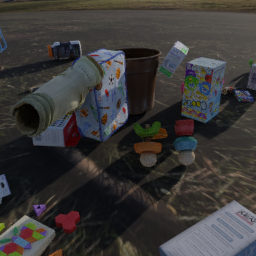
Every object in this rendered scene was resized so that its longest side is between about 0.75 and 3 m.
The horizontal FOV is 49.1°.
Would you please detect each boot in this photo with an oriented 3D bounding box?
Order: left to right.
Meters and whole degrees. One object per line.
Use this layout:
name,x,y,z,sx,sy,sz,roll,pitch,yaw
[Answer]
boot,-1.785,-0.526,6.494,1.943,0.906,2.513,-47,10,-34

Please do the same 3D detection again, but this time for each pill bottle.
pill bottle,-4.102,-4.990,17.980,2.049,1.088,1.088,-9,30,-16

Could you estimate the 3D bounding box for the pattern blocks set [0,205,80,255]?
pattern blocks set,-2.100,2.287,5.504,1.883,0.174,2.142,7,29,13

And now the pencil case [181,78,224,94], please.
pencil case,3.398,-1.919,12.406,1.117,1.082,2.384,-16,11,47

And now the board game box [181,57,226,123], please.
board game box,2.763,-1.420,10.357,1.061,2.060,1.080,22,35,35

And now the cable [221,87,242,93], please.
cable,4.875,-1.838,12.884,1.192,0.300,0.579,-20,4,-25

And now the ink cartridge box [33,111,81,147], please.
ink cartridge box,-2.229,-0.058,9.320,1.385,0.662,1.578,3,28,4

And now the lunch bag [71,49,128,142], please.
lunch bag,-0.768,-1.016,8.797,1.018,2.696,2.160,13,33,23

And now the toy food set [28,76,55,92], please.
toy food set,-3.515,-2.158,13.522,1.424,0.353,2.240,18,33,30

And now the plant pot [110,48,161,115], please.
plant pot,0.147,-1.823,10.894,2.224,2.202,2.224,-1,25,1

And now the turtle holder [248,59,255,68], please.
turtle holder,7.433,-3.594,15.729,0.836,0.781,1.100,-17,33,-27

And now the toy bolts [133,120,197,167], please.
toy bolts,1.137,0.540,8.249,1.768,1.226,1.689,-5,-13,11

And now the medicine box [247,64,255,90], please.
medicine box,6.356,-2.490,13.313,1.243,1.132,0.640,-23,36,-35

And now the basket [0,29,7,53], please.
basket,-9.110,-5.766,18.850,1.386,1.757,1.992,11,48,17

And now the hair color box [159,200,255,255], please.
hair color box,1.599,2.138,5.028,1.865,0.565,0.923,-23,28,-21

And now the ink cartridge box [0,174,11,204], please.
ink cartridge box,-3.391,1.575,6.795,0.944,0.222,0.933,-14,30,-27

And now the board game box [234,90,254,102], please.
board game box,5.091,-1.417,12.358,0.626,0.159,0.925,3,29,6

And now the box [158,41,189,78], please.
box,1.667,-2.537,10.273,0.565,1.032,1.170,35,30,-1
